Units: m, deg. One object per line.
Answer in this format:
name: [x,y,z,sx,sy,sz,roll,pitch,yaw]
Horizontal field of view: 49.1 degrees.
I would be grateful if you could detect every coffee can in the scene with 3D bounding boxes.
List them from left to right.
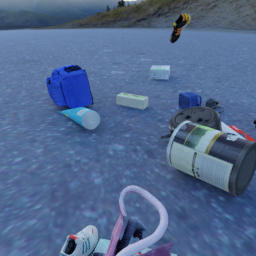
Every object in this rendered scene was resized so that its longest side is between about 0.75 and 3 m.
coffee can: [2.158,0.723,7.221,1.893,1.386,1.386,21,32,39]

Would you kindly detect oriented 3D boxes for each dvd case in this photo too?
dvd case: [0.078,2.521,4.798,1.606,0.177,1.172,8,26,14]

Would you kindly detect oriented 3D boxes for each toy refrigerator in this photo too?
toy refrigerator: [0.194,-1.247,12.594,1.370,0.479,0.520,13,28,27]

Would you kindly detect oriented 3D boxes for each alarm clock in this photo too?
alarm clock: [2.391,-0.199,9.371,2.495,0.831,1.683,-32,32,-30]

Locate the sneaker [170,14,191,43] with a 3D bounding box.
sneaker: [1.992,-4.092,11.447,0.581,1.291,0.451,-3,49,-40]

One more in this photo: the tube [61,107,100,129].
tube: [-1.847,-0.526,10.875,1.021,0.664,2.636,-5,14,-25]

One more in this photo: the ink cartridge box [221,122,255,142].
ink cartridge box: [3.510,0.167,9.684,1.453,0.365,1.674,-7,26,-12]

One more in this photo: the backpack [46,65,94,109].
backpack: [-2.727,-1.959,12.621,1.807,1.750,2.153,-13,28,-19]

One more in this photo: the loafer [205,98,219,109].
loafer: [3.634,-0.996,12.143,0.432,0.435,1.196,17,31,24]

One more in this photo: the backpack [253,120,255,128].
backpack: [5.314,-0.413,10.014,1.269,1.127,0.955,-18,32,-28]

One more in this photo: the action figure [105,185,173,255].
action figure: [-0.343,2.229,3.463,1.755,1.951,2.620,27,28,37]

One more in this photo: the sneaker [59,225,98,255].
sneaker: [-0.898,2.132,5.223,0.389,0.517,1.106,11,27,23]

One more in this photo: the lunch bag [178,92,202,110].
lunch bag: [2.731,-1.131,12.066,0.688,0.707,1.040,-11,27,-22]

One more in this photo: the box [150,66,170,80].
box: [1.971,-3.382,17.082,1.128,0.618,1.279,3,24,10]
